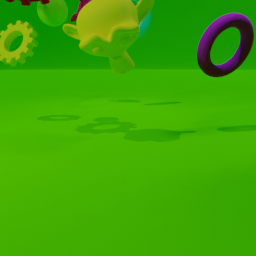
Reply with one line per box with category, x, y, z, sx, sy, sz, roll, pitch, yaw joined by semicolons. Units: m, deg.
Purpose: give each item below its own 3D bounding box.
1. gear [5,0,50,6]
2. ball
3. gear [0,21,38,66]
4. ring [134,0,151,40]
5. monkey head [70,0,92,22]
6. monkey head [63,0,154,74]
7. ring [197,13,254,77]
gear;-1.988;-3.131;5.873;1.537;0.284;1.537;1;55;-2
ball;-1.912;-2.981;7.111;0.756;0.756;0.756;0;13;0
gear;-3.089;-2.343;7.747;1.257;1.257;0.232;5;-13;22
ring;0.098;-4.133;10.343;1.806;1.806;0.361;-8;27;-31
monkey head;-1.615;-4.579;10.851;1.605;0.967;1.155;5;-2;24
monkey head;-0.326;-1.916;5.755;1.995;1.202;1.435;-15;-33;12
ring;2.228;-1.849;6.391;1.475;1.475;0.295;-6;36;-24
